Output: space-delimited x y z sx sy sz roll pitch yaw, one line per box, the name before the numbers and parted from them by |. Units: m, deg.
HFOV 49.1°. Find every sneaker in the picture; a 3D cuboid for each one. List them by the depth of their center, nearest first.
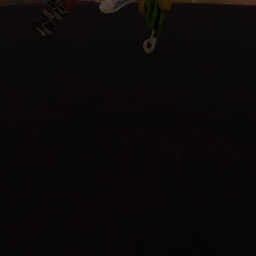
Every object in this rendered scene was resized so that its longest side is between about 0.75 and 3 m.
sneaker | -0.188 -2.984 6.271 1.131 0.457 0.433 -19 52 23

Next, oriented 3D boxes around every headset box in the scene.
headset box | -2.306 -3.704 8.944 0.665 1.721 1.281 36 8 -21

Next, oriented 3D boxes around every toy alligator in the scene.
toy alligator | 0.476 -1.998 4.722 0.518 1.563 0.375 6 -1 39
